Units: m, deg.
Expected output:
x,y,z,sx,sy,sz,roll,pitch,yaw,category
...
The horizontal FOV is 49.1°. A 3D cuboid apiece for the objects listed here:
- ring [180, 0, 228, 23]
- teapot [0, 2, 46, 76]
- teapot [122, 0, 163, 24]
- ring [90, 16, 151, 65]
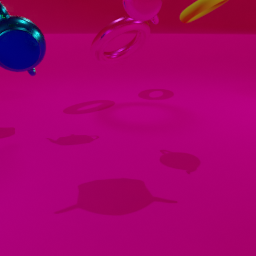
x,y,z,sx,sy,sz,roll,pitch,yaw,category
2.703,-4.244,9.727,1.921,0.384,1.921,-27,8,4,ring
-2.454,-1.930,6.086,1.210,1.947,0.953,-23,44,-7,teapot
0.219,-2.552,5.440,0.811,1.304,0.638,-42,29,3,teapot
-0.215,-2.612,8.486,1.974,0.395,1.974,-26,-12,-6,ring
